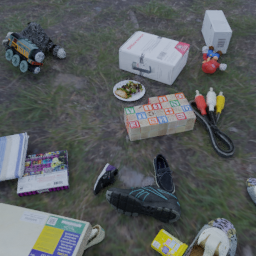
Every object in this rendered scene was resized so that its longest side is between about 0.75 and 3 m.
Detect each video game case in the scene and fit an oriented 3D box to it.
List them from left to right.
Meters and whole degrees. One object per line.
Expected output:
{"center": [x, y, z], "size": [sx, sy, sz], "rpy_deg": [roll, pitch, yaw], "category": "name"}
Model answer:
{"center": [-2.672, 1.407, 8.905], "size": [1.531, 0.274, 1.387], "rpy_deg": [-9, 48, -8], "category": "video game case"}

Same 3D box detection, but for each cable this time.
{"center": [2.989, -0.304, 10.126], "size": [1.434, 0.743, 2.953], "rpy_deg": [1, 48, -1], "category": "cable"}

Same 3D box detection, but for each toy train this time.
{"center": [-4.499, -3.238, 12.210], "size": [2.161, 1.231, 0.921], "rpy_deg": [37, 22, 25], "category": "toy train"}

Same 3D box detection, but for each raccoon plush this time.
{"center": [-4.517, -3.807, 13.043], "size": [2.755, 1.333, 1.846], "rpy_deg": [32, 63, 25], "category": "raccoon plush"}

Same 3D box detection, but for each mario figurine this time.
{"center": [3.880, -3.145, 12.565], "size": [1.077, 0.925, 1.745], "rpy_deg": [2, 42, 23], "category": "mario figurine"}

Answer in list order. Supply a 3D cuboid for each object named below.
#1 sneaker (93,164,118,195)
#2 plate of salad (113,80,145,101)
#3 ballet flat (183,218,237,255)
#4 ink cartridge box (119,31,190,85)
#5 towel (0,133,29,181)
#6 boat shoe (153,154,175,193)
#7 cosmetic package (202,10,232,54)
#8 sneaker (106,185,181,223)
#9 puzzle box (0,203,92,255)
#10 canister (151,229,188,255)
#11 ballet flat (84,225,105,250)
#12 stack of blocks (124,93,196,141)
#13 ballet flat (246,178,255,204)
{"center": [-0.662, 1.610, 8.651], "size": [0.491, 0.425, 1.121], "rpy_deg": [21, 51, 11], "category": "sneaker"}
{"center": [0.047, -1.615, 11.616], "size": [1.326, 0.318, 1.326], "rpy_deg": [0, 47, 0], "category": "plate of salad"}
{"center": [1.856, 3.212, 6.776], "size": [1.062, 1.062, 2.953], "rpy_deg": [33, 55, 26], "category": "ballet flat"}
{"center": [1.145, -3.179, 12.499], "size": [2.602, 1.104, 1.895], "rpy_deg": [23, 52, 18], "category": "ink cartridge box"}
{"center": [-4.422, 1.066, 9.039], "size": [2.374, 0.283, 1.743], "rpy_deg": [-12, 50, 2], "category": "towel"}
{"center": [1.110, 1.429, 8.758], "size": [0.519, 0.433, 1.392], "rpy_deg": [-7, 54, -9], "category": "boat shoe"}
{"center": [4.351, -4.791, 13.894], "size": [0.880, 1.224, 2.169], "rpy_deg": [-1, 46, -1], "category": "cosmetic package"}
{"center": [0.449, 2.081, 8.094], "size": [2.163, 0.816, 0.857], "rpy_deg": [14, 36, 4], "category": "sneaker"}
{"center": [-2.554, 3.033, 7.012], "size": [2.897, 0.368, 1.927], "rpy_deg": [6, 45, 19], "category": "puzzle box"}
{"center": [1.079, 3.105, 7.335], "size": [0.790, 0.342, 0.587], "rpy_deg": [29, 54, 25], "category": "canister"}
{"center": [-1.257, 3.000, 7.351], "size": [1.388, 0.482, 0.482], "rpy_deg": [-26, 53, -22], "category": "ballet flat"}
{"center": [1.085, -0.440, 10.286], "size": [2.373, 0.695, 1.366], "rpy_deg": [-10, 49, -9], "category": "stack of blocks"}
{"center": [4.014, 2.133, 8.005], "size": [0.688, 0.688, 1.913], "rpy_deg": [-5, 48, -4], "category": "ballet flat"}
